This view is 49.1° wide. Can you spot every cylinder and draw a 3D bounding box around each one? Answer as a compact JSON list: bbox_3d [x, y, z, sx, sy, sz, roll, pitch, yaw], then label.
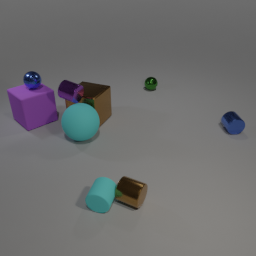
[{"bbox_3d":[0.095,1.774,7.789,0.700,0.700,0.700,16,35,23],"label":"cylinder"},{"bbox_3d":[-0.723,1.829,7.690,0.700,0.700,0.700,8,34,13],"label":"cylinder"},{"bbox_3d":[-2.105,-1.346,10.332,0.700,0.700,0.700,22,36,16],"label":"cylinder"},{"bbox_3d":[4.158,-0.206,11.101,0.700,0.700,0.700,-3,31,-5],"label":"cylinder"}]

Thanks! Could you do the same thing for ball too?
[{"bbox_3d":[-1.760,-0.224,10.416,1.400,1.400,1.400,0,31,0],"label":"ball"},{"bbox_3d":[-3.824,-1.918,11.205,0.700,0.700,0.700,0,31,0],"label":"ball"},{"bbox_3d":[1.205,-2.326,14.639,0.700,0.700,0.700,0,31,0],"label":"ball"}]

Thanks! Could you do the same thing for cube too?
[{"bbox_3d":[-1.618,-0.977,11.690,1.400,1.400,1.400,12,33,20],"label":"cube"},{"bbox_3d":[-3.953,-0.959,11.670,1.400,1.400,1.400,-25,39,-35],"label":"cube"}]
